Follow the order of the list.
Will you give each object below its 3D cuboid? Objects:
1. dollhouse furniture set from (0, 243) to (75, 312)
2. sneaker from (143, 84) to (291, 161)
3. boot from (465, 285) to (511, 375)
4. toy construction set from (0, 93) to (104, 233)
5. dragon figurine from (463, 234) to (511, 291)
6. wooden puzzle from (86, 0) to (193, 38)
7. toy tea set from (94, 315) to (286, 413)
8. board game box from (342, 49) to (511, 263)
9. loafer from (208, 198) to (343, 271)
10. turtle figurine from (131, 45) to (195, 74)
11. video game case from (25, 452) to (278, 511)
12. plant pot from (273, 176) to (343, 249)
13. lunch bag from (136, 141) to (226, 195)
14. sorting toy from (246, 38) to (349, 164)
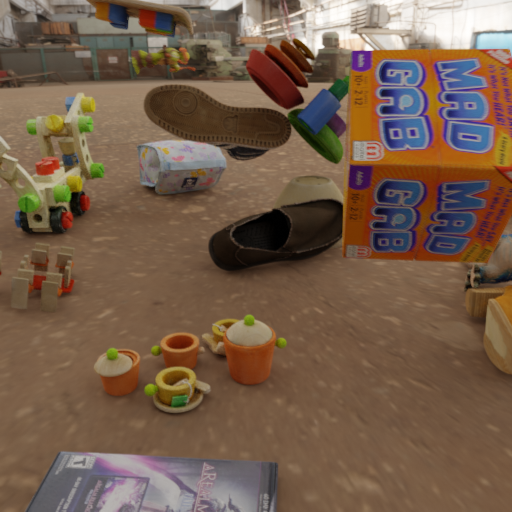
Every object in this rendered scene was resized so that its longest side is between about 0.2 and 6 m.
[{"bbox_3d":[-3.840,0.413,9.342,1.515,0.789,1.531,8,21,-11],"label":"dollhouse furniture set"},{"bbox_3d":[-0.885,-2.738,11.871,2.998,1.051,1.627,10,0,-12],"label":"sneaker"},{"bbox_3d":[3.950,0.925,7.670,1.632,0.802,2.279,2,17,7],"label":"boot"},{"bbox_3d":[-4.738,-2.050,12.504,1.896,2.699,4.117,6,23,15],"label":"toy construction set"},{"bbox_3d":[4.350,0.111,9.024,1.783,1.055,3.586,4,-4,14],"label":"dragon figurine"},{"bbox_3d":[-2.062,-4.124,9.661,1.930,0.447,1.787,12,15,-9],"label":"wooden puzzle"},{"bbox_3d":[-0.815,1.163,7.003,2.315,0.857,1.377,-14,26,-32],"label":"toy tea set"},{"bbox_3d":[1.841,-1.073,6.243,1.674,1.675,1.674,3,58,8],"label":"board game box"},{"bbox_3d":[0.597,-0.417,10.364,2.907,1.061,1.037,-19,-7,-21],"label":"loafer"},{"bbox_3d":[-1.462,-3.126,8.817,0.953,0.381,1.182,-7,10,-4],"label":"turtle figurine"},{"bbox_3d":[-0.945,2.372,4.898,2.227,0.211,1.591,1,22,4],"label":"video game case"},{"bbox_3d":[1.169,-1.020,11.943,1.838,1.234,1.838,1,22,0],"label":"plant pot"},{"bbox_3d":[-2.076,-2.450,15.325,1.880,1.409,2.217,-10,14,-27],"label":"lunch bag"},{"bbox_3d":[1.149,-3.173,11.157,1.210,2.949,1.772,-46,34,4],"label":"sorting toy"}]
